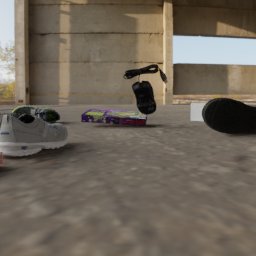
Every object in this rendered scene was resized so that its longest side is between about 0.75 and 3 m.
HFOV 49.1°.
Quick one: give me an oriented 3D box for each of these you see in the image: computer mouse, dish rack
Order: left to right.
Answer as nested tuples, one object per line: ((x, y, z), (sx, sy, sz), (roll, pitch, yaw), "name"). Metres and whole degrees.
((-5.295, -0.326, 11.604), (1.978, 0.704, 2.579), (7, 9, 44), "dish rack")
((0.962, -1.714, 12.049), (1.669, 2.376, 0.547), (-14, 36, 18), "computer mouse")

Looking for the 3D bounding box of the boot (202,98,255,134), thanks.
((3.622, -0.515, 10.581), (3.147, 1.184, 2.353), (9, 9, -22), "boot")

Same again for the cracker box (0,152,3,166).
((-2.732, 0.614, 4.786), (0.658, 0.284, 0.983), (1, 7, 12), "cracker box")

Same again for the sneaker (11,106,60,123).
((-4.444, -0.633, 13.717), (2.445, 0.903, 0.989), (-8, 13, -42), "sneaker")

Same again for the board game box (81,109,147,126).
((-0.548, -0.507, 12.768), (2.822, 0.456, 1.694), (4, 18, 6), "board game box")

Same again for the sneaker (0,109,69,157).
((-2.159, 0.026, 6.865), (0.907, 0.996, 2.428), (1, 6, 12), "sneaker")

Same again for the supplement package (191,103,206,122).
((4.266, -0.863, 15.116), (1.267, 0.974, 1.325), (6, 9, 44), "supplement package")
